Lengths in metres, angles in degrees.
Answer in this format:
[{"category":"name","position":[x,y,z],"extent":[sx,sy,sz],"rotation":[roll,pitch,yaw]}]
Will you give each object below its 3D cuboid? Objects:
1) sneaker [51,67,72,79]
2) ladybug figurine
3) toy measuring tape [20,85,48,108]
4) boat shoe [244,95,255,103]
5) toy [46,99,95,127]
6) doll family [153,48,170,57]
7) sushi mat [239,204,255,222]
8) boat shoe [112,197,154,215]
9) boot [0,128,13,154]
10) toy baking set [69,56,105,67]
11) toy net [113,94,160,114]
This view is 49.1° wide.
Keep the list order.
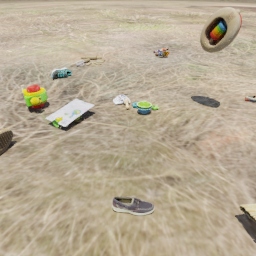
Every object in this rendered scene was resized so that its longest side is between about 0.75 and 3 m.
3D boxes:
[{"category":"sneaker","position":[-3.194,-2.631,13.542],"extent":[0.525,0.446,1.150],"rotation":[22,38,27]},{"category":"ladybug figurine","position":[3.078,-3.183,9.142],"extent":[0.613,1.704,1.157],"rotation":[-16,76,-31]},{"category":"toy measuring tape","position":[-3.684,-1.358,11.009],"extent":[0.894,0.894,2.430],"rotation":[-13,26,-21]},{"category":"boat shoe","position":[5.053,-1.181,11.196],"extent":[0.810,0.253,0.288],"rotation":[-3,29,-8]},{"category":"toy","position":[-1.996,-0.462,9.847],"extent":[0.903,0.370,1.569],"rotation":[21,38,26]},{"category":"doll family","position":[2.060,-4.463,16.725],"extent":[0.748,0.543,1.206],"rotation":[-16,15,-13]},{"category":"sushi mat","position":[3.890,1.817,5.548],"extent":[2.989,0.181,1.430],"rotation":[-1,18,-14]},{"category":"boat shoe","position":[0.111,1.691,6.189],"extent":[0.948,0.307,0.341],"rotation":[4,30,7]},{"category":"boot","position":[-4.519,0.429,7.895],"extent":[1.678,0.730,2.018],"rotation":[17,39,21]},{"category":"toy baking set","position":[-2.250,-3.754,15.647],"extent":[1.923,0.224,1.476],"rotation":[1,30,2]},{"category":"toy net","position":[0.240,-1.024,10.808],"extent":[1.906,0.368,1.000],"rotation":[24,38,35]}]
